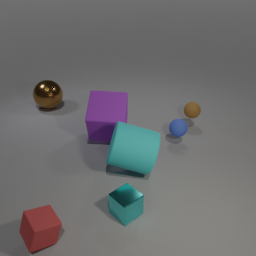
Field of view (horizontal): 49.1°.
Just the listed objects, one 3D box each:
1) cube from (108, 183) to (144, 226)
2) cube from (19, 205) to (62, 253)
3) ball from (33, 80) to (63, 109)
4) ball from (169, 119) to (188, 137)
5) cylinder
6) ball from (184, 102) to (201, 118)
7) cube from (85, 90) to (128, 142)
[{"bbox_3d":[-0.051,2.087,7.700,0.700,0.700,0.700,-24,37,-36],"label":"cube"},{"bbox_3d":[-2.127,2.416,6.791,0.700,0.700,0.700,-4,33,-42],"label":"cube"},{"bbox_3d":[-3.850,-1.610,13.491,1.400,1.400,1.400,0,30,0],"label":"ball"},{"bbox_3d":[1.924,-0.005,10.712,0.700,0.700,0.700,0,30,0],"label":"ball"},{"bbox_3d":[0.151,0.636,8.949,1.400,1.400,1.400,15,29,-6],"label":"cylinder"},{"bbox_3d":[2.700,-0.750,11.763,0.700,0.700,0.700,0,30,0],"label":"ball"},{"bbox_3d":[-0.753,-0.421,10.573,1.400,1.400,1.400,3,57,2],"label":"cube"}]
